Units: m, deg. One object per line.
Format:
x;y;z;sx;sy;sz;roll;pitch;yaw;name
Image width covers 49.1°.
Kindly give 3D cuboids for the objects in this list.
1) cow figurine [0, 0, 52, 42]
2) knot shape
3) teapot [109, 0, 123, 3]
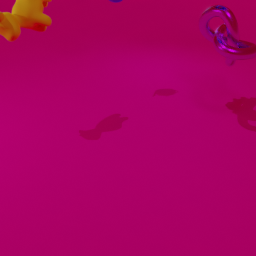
-2.467;-2.652;6.421;1.341;1.363;0.748;4;-5;-34;cow figurine
2.635;-2.505;7.586;1.735;0.857;1.854;48;21;-8;knot shape
-0.380;-3.958;8.093;1.152;0.716;0.564;-3;46;-14;teapot
